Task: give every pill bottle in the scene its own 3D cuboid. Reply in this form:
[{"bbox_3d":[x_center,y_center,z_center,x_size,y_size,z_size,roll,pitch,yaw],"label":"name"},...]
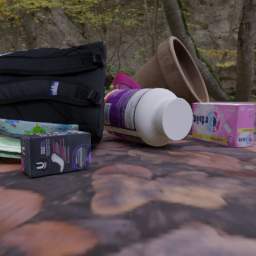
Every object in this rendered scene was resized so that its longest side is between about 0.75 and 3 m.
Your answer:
[{"bbox_3d":[0.324,-0.252,5.845,1.134,1.134,2.017,-5,9,-36],"label":"pill bottle"}]

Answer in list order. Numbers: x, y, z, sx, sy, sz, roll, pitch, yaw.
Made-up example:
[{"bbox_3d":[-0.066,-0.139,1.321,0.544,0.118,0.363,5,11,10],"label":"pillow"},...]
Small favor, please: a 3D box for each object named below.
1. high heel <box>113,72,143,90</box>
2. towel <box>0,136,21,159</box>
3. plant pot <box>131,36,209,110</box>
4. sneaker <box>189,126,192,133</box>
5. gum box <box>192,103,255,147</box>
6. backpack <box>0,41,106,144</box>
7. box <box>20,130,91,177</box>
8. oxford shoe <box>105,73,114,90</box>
[{"bbox_3d":[0.720,-1.106,9.961,2.677,1.287,0.903,22,-36,-26],"label":"high heel"},{"bbox_3d":[-1.876,0.309,4.679,1.039,0.159,1.362,7,2,1],"label":"towel"},{"bbox_3d":[1.345,-1.600,10.945,2.594,2.974,2.974,-25,-5,26],"label":"plant pot"},{"bbox_3d":[1.376,-0.041,7.560,1.002,0.404,0.374,16,1,43],"label":"sneaker"},{"bbox_3d":[1.959,-0.114,6.016,0.480,0.823,1.451,-3,7,-25],"label":"gum box"},{"bbox_3d":[-1.805,-0.613,5.662,2.599,2.120,1.998,2,-22,-9],"label":"backpack"},{"bbox_3d":[-0.952,0.314,3.710,0.824,0.504,0.437,-4,6,-35],"label":"box"},{"bbox_3d":[-0.806,-1.995,12.132,0.473,0.407,1.121,-20,-19,-12],"label":"oxford shoe"}]
